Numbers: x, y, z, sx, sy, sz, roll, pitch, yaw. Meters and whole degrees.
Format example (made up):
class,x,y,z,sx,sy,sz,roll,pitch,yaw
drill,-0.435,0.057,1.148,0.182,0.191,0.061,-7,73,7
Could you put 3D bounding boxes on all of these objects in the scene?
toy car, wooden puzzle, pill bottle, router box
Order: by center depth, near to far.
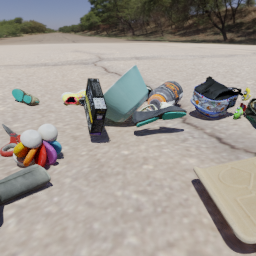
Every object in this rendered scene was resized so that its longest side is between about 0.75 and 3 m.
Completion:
class,x,y,z,sx,sy,sz,roll,pitch,yaw
wooden puzzle,2.794,1.278,5.417,2.500,0.579,2.316,-8,21,-3
toy car,-2.231,0.568,7.177,0.930,1.086,1.241,46,37,14
router box,-1.026,-0.657,8.534,0.369,1.112,1.415,-1,47,-20
toy car,4.392,-0.778,10.824,0.288,1.292,1.215,24,58,23
pill bottle,1.490,-1.225,11.461,1.058,1.058,1.991,10,25,24

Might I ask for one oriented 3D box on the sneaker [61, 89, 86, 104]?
class,x,y,z,sx,sy,sz,roll,pitch,yaw
sneaker,-2.205,-1.307,12.534,1.489,0.582,0.672,-11,31,-12

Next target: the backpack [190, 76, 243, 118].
class,x,y,z,sx,sy,sz,roll,pitch,yaw
backpack,3.206,-1.138,10.768,1.583,1.280,1.662,-15,37,-39

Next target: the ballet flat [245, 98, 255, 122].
class,x,y,z,sx,sy,sz,roll,pitch,yaw
ballet flat,4.798,-0.473,9.808,0.853,0.859,2.510,0,21,-4

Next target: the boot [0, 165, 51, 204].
class,x,y,z,sx,sy,sz,roll,pitch,yaw
boot,-2.323,1.317,5.742,1.580,0.573,1.436,-8,26,-41

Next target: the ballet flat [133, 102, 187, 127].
class,x,y,z,sx,sy,sz,roll,pitch,yaw
ballet flat,0.998,-0.518,9.033,1.807,0.660,0.660,-13,23,-9

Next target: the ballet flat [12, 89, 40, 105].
class,x,y,z,sx,sy,sz,roll,pitch,yaw
ballet flat,-4.608,-1.368,12.755,1.675,0.568,0.631,22,7,34

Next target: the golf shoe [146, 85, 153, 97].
class,x,y,z,sx,sy,sz,roll,pitch,yaw
golf shoe,0.199,-1.631,12.783,2.242,0.872,1.059,-10,20,-21

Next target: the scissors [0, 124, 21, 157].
class,x,y,z,sx,sy,sz,roll,pitch,yaw
scissors,-3.488,0.283,8.867,1.025,0.195,2.803,-11,22,-20

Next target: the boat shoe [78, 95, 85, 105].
class,x,y,z,sx,sy,sz,roll,pitch,yaw
boat shoe,-1.577,-1.028,11.914,0.508,0.516,1.432,-37,35,-29

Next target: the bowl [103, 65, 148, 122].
class,x,y,z,sx,sy,sz,roll,pitch,yaw
bowl,-0.144,-1.066,10.126,2.264,1.184,2.264,-43,6,6
